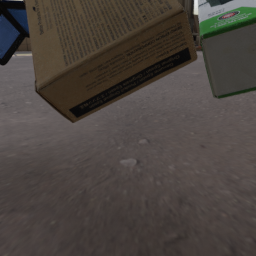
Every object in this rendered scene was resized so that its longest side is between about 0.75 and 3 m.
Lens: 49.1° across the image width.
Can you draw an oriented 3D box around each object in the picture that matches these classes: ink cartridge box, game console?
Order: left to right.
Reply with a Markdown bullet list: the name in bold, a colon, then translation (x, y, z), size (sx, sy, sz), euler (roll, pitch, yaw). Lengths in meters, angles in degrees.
- **game console**: translation (-2.462, -2.097, 6.498), size (1.129, 1.628, 1.908), euler (34, -3, 1)
- **ink cartridge box**: translation (-0.427, -1.623, 4.350), size (2.074, 0.945, 2.517), euler (-26, 55, 9)
- **ink cartridge box**: translation (2.199, -1.767, 4.638), size (1.923, 1.089, 2.623), euler (-13, 32, 21)
